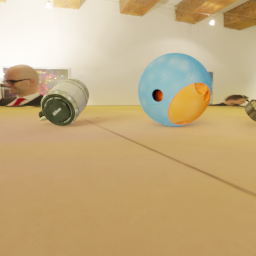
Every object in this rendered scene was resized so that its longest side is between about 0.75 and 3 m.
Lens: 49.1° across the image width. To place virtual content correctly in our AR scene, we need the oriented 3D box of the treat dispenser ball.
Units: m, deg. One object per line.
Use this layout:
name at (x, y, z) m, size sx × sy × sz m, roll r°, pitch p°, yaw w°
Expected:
treat dispenser ball at (1.349, -1.095, 8.168) m, size 2.129 × 2.129 × 2.129 m, roll 0°, pitch 6°, yaw 0°

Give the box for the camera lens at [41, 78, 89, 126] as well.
camera lens at (-1.860, -0.792, 8.435) m, size 1.116 × 1.116 × 1.395 m, roll 1°, pitch 29°, yaw 12°

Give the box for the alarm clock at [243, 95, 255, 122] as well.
alarm clock at (3.738, -0.566, 8.279) m, size 0.726 × 1.076 × 0.358 m, roll -13°, pitch -26°, yaw -40°

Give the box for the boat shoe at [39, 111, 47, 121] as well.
boat shoe at (-2.290, -0.749, 9.587) m, size 0.726 × 0.622 × 1.984 m, roll -18°, pitch 9°, yaw 40°
